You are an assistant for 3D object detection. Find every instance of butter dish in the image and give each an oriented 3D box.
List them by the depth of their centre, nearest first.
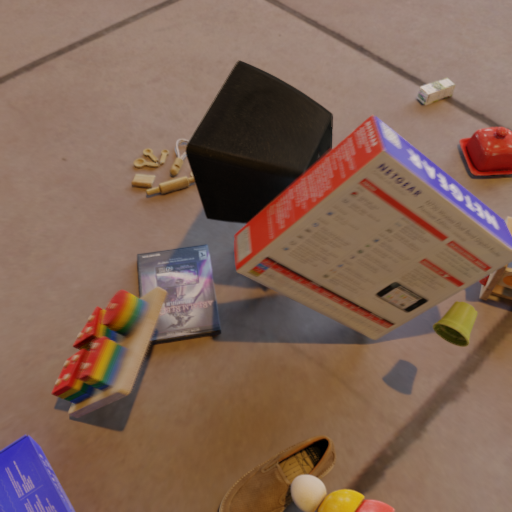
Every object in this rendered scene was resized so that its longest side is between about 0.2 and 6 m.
[{"bbox_3d":[5.564,-2.575,13.000,1.270,0.939,1.266,-3,55,-2],"label":"butter dish"}]

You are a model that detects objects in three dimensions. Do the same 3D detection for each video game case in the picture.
[{"bbox_3d":[-1.559,0.723,11.096,1.480,0.197,2.072,-8,54,-6],"label":"video game case"}]

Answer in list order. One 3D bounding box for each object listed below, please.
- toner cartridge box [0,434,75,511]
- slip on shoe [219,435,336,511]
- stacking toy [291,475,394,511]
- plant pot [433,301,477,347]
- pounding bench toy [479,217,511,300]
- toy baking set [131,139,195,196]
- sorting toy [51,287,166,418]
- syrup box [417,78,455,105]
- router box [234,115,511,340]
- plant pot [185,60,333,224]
[{"bbox_3d":[-3.293,4.299,8.232,1.421,0.646,2.992,-32,60,-20],"label":"toner cartridge box"},{"bbox_3d":[0.356,3.540,8.774,2.154,0.653,0.819,-25,58,-17],"label":"slip on shoe"},{"bbox_3d":[1.386,3.887,8.041,2.074,1.515,1.515,34,61,26],"label":"stacking toy"},{"bbox_3d":[3.108,1.012,8.613,0.579,0.579,0.533,30,69,20],"label":"plant pot"},{"bbox_3d":[5.326,-0.077,11.019,1.557,1.240,1.996,17,56,12],"label":"pounding bench toy"},{"bbox_3d":[-1.958,-2.134,13.112,2.049,0.238,1.572,-15,56,-10],"label":"toy baking set"},{"bbox_3d":[-2.530,1.509,9.370,0.676,1.943,1.932,34,49,-23],"label":"sorting toy"},{"bbox_3d":[4.683,-4.275,14.571,0.908,0.370,0.358,-22,55,-15],"label":"syrup box"},{"bbox_3d":[1.907,-0.161,9.012,3.403,3.054,0.831,28,39,-31],"label":"router box"},{"bbox_3d":[0.230,-1.735,9.823,1.881,2.120,2.115,19,65,15],"label":"plant pot"}]
